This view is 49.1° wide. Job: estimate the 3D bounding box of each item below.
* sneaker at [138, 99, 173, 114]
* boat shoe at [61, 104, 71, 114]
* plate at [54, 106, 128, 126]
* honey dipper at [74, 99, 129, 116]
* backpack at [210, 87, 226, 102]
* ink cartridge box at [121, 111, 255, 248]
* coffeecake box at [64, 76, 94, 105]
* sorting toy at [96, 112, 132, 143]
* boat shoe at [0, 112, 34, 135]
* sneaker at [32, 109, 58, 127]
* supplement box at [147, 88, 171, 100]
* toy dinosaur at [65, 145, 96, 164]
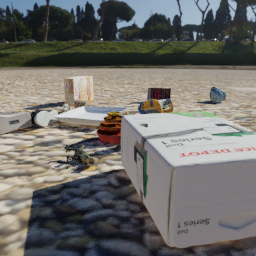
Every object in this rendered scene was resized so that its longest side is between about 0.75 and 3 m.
[{"bbox_3d":[0.954,-0.738,11.467,0.994,0.849,2.255,-1,4,36],"label":"sneaker"},{"bbox_3d":[-2.696,-0.801,12.325,0.345,0.377,1.008,3,23,-6],"label":"boat shoe"},{"bbox_3d":[-1.368,-0.472,10.909,2.156,0.349,2.161,5,17,23],"label":"plate"},{"bbox_3d":[-1.190,-0.861,12.271,2.737,0.520,0.520,11,18,30],"label":"honey dipper"},{"bbox_3d":[4.911,-1.768,15.287,0.748,0.794,0.973,-21,31,-33],"label":"backpack"},{"bbox_3d":[1.226,0.614,5.186,2.183,1.260,2.988,-4,15,-14],"label":"ink cartridge box"},{"bbox_3d":[-2.602,-2.041,14.967,0.640,1.344,1.751,8,17,26],"label":"coffeecake box"},{"bbox_3d":[0.145,-0.044,8.295,2.266,0.930,1.362,2,15,7],"label":"sorting toy"},{"bbox_3d":[-4.210,-0.145,9.473,1.865,0.696,0.865,-9,5,-40],"label":"boat shoe"},{"bbox_3d":[-3.275,-0.372,10.354,0.808,0.576,1.630,0,10,8],"label":"sneaker"},{"bbox_3d":[1.698,-1.835,15.320,1.274,0.693,0.388,4,2,8],"label":"supplement box"},{"bbox_3d":[-1.224,0.651,6.924,0.609,0.328,1.381,10,10,-23],"label":"toy dinosaur"}]
